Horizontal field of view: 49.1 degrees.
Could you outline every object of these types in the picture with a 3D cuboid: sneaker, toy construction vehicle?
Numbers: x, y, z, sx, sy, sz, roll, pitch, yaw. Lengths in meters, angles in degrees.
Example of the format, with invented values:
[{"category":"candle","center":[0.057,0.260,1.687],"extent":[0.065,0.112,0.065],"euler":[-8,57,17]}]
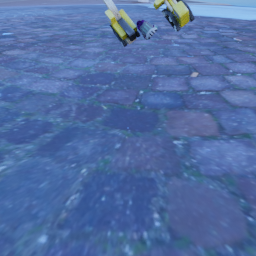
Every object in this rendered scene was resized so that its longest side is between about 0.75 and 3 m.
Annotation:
[{"category":"sneaker","center":[0.597,-3.370,9.369],"extent":[0.669,0.569,1.530],"euler":[41,12,-11]},{"category":"toy construction vehicle","center":[0.413,-4.253,9.475],"extent":[2.571,2.953,1.040],"euler":[-33,-13,5]}]
